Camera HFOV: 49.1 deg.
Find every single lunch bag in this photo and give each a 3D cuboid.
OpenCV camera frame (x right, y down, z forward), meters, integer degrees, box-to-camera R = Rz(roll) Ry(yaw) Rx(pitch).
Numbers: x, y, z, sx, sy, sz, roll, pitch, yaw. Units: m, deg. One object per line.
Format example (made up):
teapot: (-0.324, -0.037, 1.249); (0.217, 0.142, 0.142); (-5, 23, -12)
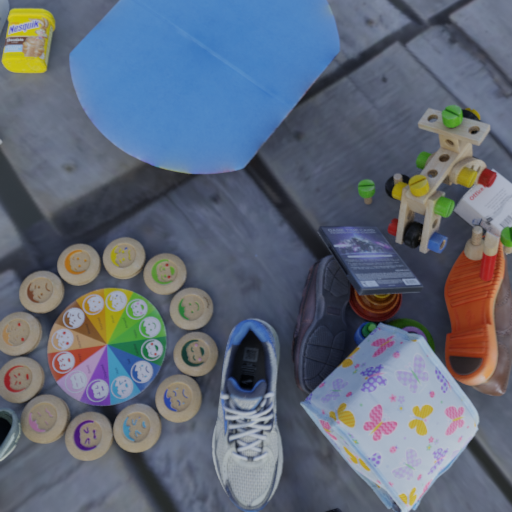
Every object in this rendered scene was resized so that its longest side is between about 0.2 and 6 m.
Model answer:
lunch bag: (2.163, 2.567, 8.683); (1.965, 1.473, 2.317); (-43, 103, -12)

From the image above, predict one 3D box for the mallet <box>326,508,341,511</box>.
mallet: (1.526, 5.230, 7.952); (1.041, 0.651, 3.162); (-34, 67, 3)

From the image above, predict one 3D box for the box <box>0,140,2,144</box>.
box: (-6.255, -2.259, 11.073); (1.944, 0.353, 1.403); (31, 73, 10)

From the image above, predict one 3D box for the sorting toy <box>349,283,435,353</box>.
sorting toy: (2.267, 1.109, 9.567); (1.204, 0.822, 2.003); (-30, 73, -11)

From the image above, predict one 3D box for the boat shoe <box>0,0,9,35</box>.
boat shoe: (-5.851, -4.875, 11.896); (0.598, 0.631, 1.805); (5, 69, 8)

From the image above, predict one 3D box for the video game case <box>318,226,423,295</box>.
video game case: (1.943, 0.036, 9.699); (1.227, 0.163, 1.718); (-1, 38, -22)

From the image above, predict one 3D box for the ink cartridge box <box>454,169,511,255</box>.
ink cartridge box: (4.528, -0.828, 10.420); (0.942, 0.552, 1.286); (-42, 73, -14)

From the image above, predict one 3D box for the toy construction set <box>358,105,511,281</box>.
toy construction set: (3.239, -1.162, 9.248); (2.262, 2.084, 2.712); (-27, 54, -2)

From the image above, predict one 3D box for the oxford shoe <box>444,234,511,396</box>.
oxford shoe: (3.966, 0.979, 9.698); (1.068, 1.045, 2.931); (34, 60, -26)

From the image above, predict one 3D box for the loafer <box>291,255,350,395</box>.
loafer: (1.076, 1.186, 9.708); (0.868, 0.761, 2.416); (21, 73, -25)

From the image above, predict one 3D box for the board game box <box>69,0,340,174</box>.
board game box: (-0.943, -3.920, 11.383); (4.158, 1.025, 5.263); (36, 79, 8)

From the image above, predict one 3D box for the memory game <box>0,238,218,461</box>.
memory game: (-2.598, 1.493, 9.732); (3.937, 0.251, 3.937); (0, 70, 0)

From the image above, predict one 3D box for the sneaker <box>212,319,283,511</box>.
sneaker: (-0.180, 2.408, 8.817); (1.167, 1.290, 3.029); (-2, 71, 3)

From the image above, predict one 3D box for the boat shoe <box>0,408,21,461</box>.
boat shoe: (-4.637, 3.255, 8.112); (1.027, 0.872, 2.821); (45, 45, 2)

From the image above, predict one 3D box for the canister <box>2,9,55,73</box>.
canister: (-4.794, -4.515, 11.798); (0.932, 0.543, 1.255); (0, 71, 0)
